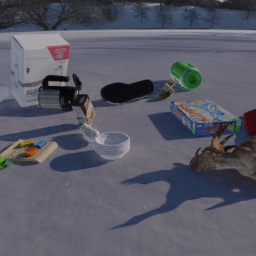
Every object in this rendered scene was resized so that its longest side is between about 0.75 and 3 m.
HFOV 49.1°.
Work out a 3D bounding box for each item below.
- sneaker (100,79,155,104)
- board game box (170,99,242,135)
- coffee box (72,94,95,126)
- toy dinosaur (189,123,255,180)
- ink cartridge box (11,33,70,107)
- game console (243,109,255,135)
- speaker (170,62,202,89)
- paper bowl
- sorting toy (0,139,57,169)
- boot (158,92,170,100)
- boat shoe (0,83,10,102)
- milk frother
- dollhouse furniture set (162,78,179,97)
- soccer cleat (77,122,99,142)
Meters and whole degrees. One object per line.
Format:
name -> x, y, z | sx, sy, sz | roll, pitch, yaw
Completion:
sneaker -> -0.042, -1.674, 13.579 | 2.834, 1.016, 1.174 | -10, -1, -23
board game box -> 2.916, -0.494, 10.950 | 1.791, 0.456, 2.647 | -5, 23, -11
coffee box -> -1.612, -0.644, 10.278 | 0.439, 1.102, 0.630 | 6, 54, 15
toy dinosaur -> 3.331, 0.631, 7.393 | 2.989, 1.283, 2.026 | 0, 16, -15
ink cartridge box -> -3.952, -2.594, 12.587 | 2.173, 2.966, 1.228 | -18, 53, -36
game console -> 5.611, -0.096, 10.327 | 2.006, 1.381, 2.328 | 34, 28, 1
speaker -> 3.301, -3.103, 16.266 | 1.229, 1.229, 2.780 | -3, 23, -7
paper bowl -> -0.476, 0.550, 8.331 | 1.067, 0.555, 1.067 | 0, 23, 0
sorting toy -> -3.056, 0.735, 8.270 | 1.316, 0.262, 1.780 | 5, 23, 11
boot -> 1.690, -1.566, 13.801 | 0.364, 0.355, 0.965 | -5, 10, 35
boat shoe -> -6.184, -1.108, 11.834 | 0.999, 1.021, 2.882 | 18, 38, 35
milk frother -> -2.970, -1.674, 12.555 | 1.598, 1.533, 1.698 | 3, 13, 3
dollhouse furniture set -> 2.238, -2.054, 14.417 | 0.591, 0.780, 0.889 | 46, 40, 12
soccer cleat -> -1.350, 0.124, 9.354 | 0.500, 0.446, 1.288 | 36, -3, -32
